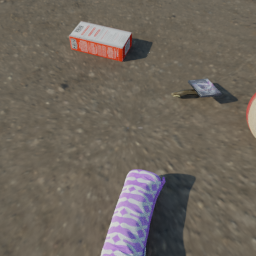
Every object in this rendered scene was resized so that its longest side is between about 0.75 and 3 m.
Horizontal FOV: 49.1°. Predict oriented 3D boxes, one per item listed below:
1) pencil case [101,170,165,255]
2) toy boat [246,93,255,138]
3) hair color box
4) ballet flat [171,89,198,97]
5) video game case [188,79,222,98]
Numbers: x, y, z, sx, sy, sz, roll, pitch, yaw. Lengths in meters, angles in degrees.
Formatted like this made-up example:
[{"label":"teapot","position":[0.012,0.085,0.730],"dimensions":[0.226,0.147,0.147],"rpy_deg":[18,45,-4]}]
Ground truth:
[{"label":"pencil case","position":[0.150,2.046,6.298],"dimensions":[0.969,0.951,2.267],"rpy_deg":[2,52,21]},{"label":"toy boat","position":[4.809,-0.343,7.823],"dimensions":[2.866,1.870,1.873],"rpy_deg":[11,19,8]},{"label":"hair color box","position":[-0.999,-3.258,10.478],"dimensions":[2.087,0.639,1.059],"rpy_deg":[17,54,11]},{"label":"ballet flat","position":[2.019,-1.112,9.060],"dimensions":[1.286,0.298,0.433],"rpy_deg":[-7,9,-11]},{"label":"video game case","position":[2.422,-1.278,8.887],"dimensions":[0.703,0.093,0.984],"rpy_deg":[-7,38,-13]}]
